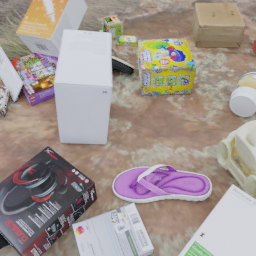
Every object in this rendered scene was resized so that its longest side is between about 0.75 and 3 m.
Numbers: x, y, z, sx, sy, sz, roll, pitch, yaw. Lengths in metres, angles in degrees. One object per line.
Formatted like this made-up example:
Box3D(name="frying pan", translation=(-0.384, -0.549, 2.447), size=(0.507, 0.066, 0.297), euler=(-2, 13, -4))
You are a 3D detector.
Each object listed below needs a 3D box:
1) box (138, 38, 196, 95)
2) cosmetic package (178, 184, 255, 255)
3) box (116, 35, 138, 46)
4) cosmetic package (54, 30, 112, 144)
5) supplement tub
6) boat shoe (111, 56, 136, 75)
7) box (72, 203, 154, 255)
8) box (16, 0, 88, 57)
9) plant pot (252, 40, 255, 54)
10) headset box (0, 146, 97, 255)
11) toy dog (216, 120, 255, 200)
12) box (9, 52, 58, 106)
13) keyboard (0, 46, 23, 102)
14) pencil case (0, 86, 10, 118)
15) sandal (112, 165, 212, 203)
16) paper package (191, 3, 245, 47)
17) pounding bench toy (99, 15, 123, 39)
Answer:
Box3D(name="box", translation=(1.342, -2.282, 10.373), size=(1.852, 1.173, 1.923), euler=(-3, 48, -1))
Box3D(name="cosmetic package", translation=(2.116, 2.587, 6.120), size=(1.291, 1.018, 2.400), euler=(33, 57, 25))
Box3D(name="box", translation=(-0.047, -3.884, 12.442), size=(0.931, 0.225, 0.546), euler=(3, 48, 4))
Box3D(name="cosmetic package", translation=(-1.281, -1.179, 8.388), size=(1.496, 2.426, 2.434), euler=(1, 50, -8))
Box3D(name="supplement tub", translation=(4.077, -1.127, 9.441), size=(1.008, 1.008, 1.396), euler=(26, 53, 21))
Box3D(name="boat shoe", translation=(-0.942, -2.531, 10.905), size=(2.509, 0.786, 0.918), euler=(20, 6, 2))
Box3D(name="box", translation=(-0.368, 2.599, 6.572), size=(1.595, 0.328, 1.244), euler=(-16, 50, -16))
Box3D(name="box", translation=(-2.807, -4.102, 10.594), size=(1.531, 1.200, 2.461), euler=(14, 73, 18))
Box3D(name="plant pot", translation=(6.599, -4.100, 11.221), size=(2.387, 2.322, 2.387), euler=(0, 48, 0))
Box3D(name="headset box", translation=(-2.241, 1.863, 6.832), size=(1.808, 0.912, 2.433), euler=(32, 56, 26))
Box3D(name="toy dog", translation=(3.970, 0.298, 7.196), size=(2.749, 2.666, 1.918), euler=(-20, 39, -9))
Box3D(name="box", translation=(-3.327, -2.014, 10.579), size=(1.689, 0.483, 2.468), euler=(-26, 53, -22))
Box3D(name="keyboard", translation=(-4.569, -2.128, 10.533), size=(0.154, 0.813, 2.888), euler=(0, 38, -45))
Box3D(name="pencil case", translation=(-4.352, -0.905, 9.577), size=(0.568, 0.494, 1.270), euler=(-22, 48, 12))
Box3D(name="sandal", translation=(0.899, 1.374, 7.442), size=(2.639, 0.648, 1.074), euler=(-1, 47, 1))
Box3D(name="paper package", translation=(3.950, -4.585, 12.478), size=(2.025, 1.099, 2.124), euler=(2, 48, 2))
Box3D(name="pounding bench toy", translation=(-0.877, -4.597, 12.761), size=(1.110, 0.690, 0.866), euler=(-17, 50, -14))
